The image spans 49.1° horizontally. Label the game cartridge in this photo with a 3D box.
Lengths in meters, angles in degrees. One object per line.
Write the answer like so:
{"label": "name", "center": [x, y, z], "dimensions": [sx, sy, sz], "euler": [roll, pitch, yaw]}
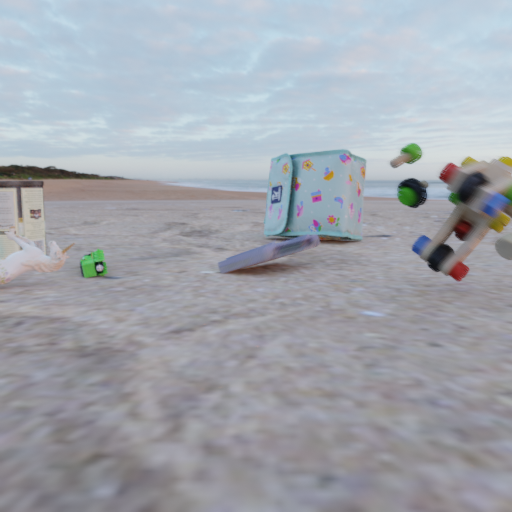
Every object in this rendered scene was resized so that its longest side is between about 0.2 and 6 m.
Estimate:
{"label": "game cartridge", "center": [0.203, -0.048, 8.463], "dimensions": [0.950, 0.281, 1.466], "euler": [-13, 1, 36]}

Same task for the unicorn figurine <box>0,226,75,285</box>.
{"label": "unicorn figurine", "center": [-2.962, 0.016, 7.035], "dimensions": [1.245, 0.855, 0.460], "euler": [-38, -20, -17]}

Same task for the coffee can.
{"label": "coffee can", "center": [-3.808, -0.494, 8.738], "dimensions": [0.985, 1.346, 0.985], "euler": [0, 7, 0]}

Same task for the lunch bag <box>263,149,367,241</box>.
{"label": "lunch bag", "center": [1.225, -1.359, 12.928], "dimensions": [2.340, 1.994, 1.427], "euler": [4, 0, 30]}

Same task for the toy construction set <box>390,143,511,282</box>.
{"label": "toy construction set", "center": [2.734, -0.557, 6.234], "dimensions": [1.439, 1.562, 1.872], "euler": [-32, 34, -23]}

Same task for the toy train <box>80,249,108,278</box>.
{"label": "toy train", "center": [-2.431, 0.114, 8.339], "dimensions": [0.380, 0.281, 1.348], "euler": [-13, 10, -15]}
